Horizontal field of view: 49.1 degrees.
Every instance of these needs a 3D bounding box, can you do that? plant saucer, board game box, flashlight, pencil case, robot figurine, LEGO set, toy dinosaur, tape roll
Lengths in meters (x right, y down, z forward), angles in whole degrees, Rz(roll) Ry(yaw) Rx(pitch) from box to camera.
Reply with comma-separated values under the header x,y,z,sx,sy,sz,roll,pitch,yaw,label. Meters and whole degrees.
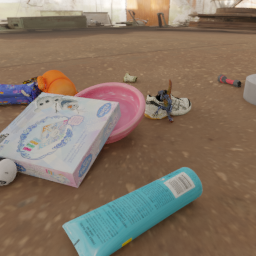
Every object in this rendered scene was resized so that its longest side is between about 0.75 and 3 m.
x,y,z,sx,sy,sz,roll,pitch,yaw,label
-0.713,-0.410,8.590,2.575,0.653,2.575,-7,43,6,plant saucer
-1.859,0.124,7.377,2.602,0.567,2.615,9,44,22,board game box
5.046,-2.358,13.959,0.416,0.417,1.227,-14,27,-27,flashlight
-4.631,-1.346,11.098,2.304,0.899,1.001,-1,12,0,pencil case
-2.823,-1.591,11.217,1.181,1.456,2.025,-38,44,-11,robot figurine
-3.041,0.967,6.366,1.007,0.628,0.757,7,34,15,robot figurine
-3.793,-1.758,12.444,1.226,0.924,1.594,-19,4,42,LEGO set
1.402,-0.750,9.379,1.259,1.143,0.661,-50,49,-8,toy dinosaur
6.226,-1.544,11.601,2.623,0.867,2.623,0,25,0,tape roll

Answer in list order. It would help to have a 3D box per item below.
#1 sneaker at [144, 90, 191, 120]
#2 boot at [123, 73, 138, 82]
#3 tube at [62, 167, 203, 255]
x,y,z,sx,sy,sz,roll,pitch,yaw,label
1.551,-0.950,10.225,2.131,0.934,0.806,-16,27,-34,sneaker
0.173,-2.617,14.643,0.689,0.321,0.891,5,30,13,boot
0.214,1.520,5.205,2.665,0.672,1.032,-20,28,-28,tube
